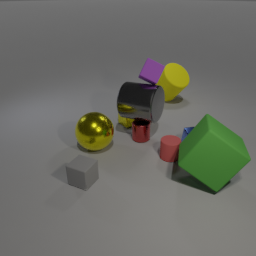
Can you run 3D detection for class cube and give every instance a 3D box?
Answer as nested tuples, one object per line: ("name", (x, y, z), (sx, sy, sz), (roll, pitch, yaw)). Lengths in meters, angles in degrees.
("cube", (-1.374, 1.341, 8.508), (0.700, 0.700, 0.700), (13, 31, 23))
("cube", (0.862, -2.074, 10.374), (0.700, 0.700, 0.700), (26, 2, -3))
("cube", (2.464, 0.692, 8.248), (1.400, 1.400, 1.400), (35, 25, -3))
("cube", (0.043, -0.512, 11.931), (0.700, 0.700, 0.700), (-16, 29, -27))
("cube", (2.382, 0.432, 10.013), (0.700, 0.700, 0.700), (-5, 42, -12))

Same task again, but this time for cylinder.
("cylinder", (1.464, 0.707, 9.690), (0.700, 0.700, 0.700), (0, 28, 0))
("cylinder", (2.080, -2.246, 13.863), (1.400, 1.400, 1.400), (11, 62, -21))
("cylinder", (0.506, 0.095, 10.798), (0.700, 0.700, 0.700), (-1, 25, 0))
("cylinder", (0.500, -0.983, 10.577), (1.400, 1.400, 1.400), (11, 30, 25))

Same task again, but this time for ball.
("ball", (-1.198, 0.118, 10.065), (1.400, 1.400, 1.400), (0, 28, 0))
